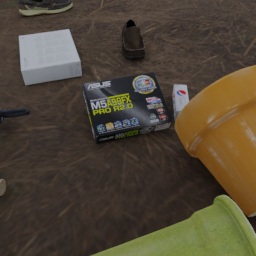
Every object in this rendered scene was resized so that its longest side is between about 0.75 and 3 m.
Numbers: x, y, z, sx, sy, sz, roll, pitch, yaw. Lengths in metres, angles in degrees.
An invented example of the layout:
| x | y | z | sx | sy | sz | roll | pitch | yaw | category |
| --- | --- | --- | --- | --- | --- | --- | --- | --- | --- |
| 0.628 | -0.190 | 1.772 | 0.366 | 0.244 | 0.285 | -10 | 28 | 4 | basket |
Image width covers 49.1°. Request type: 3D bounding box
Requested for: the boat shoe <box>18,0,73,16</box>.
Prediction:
| x | y | z | sx | sy | sz | roll | pitch | yaw | category |
| --- | --- | --- | --- | --- | --- | --- | --- | --- | --- |
| -4.045 | -6.159 | 13.794 | 2.647 | 0.858 | 0.969 | -19 | 47 | -19 | boat shoe |

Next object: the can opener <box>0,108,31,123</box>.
| x | y | z | sx | sy | sz | roll | pitch | yaw | category |
| --- | --- | --- | --- | --- | --- | --- | --- | --- | --- |
| -3.275 | -0.380 | 7.747 | 1.195 | 0.379 | 0.470 | -8 | 86 | 2 | can opener |

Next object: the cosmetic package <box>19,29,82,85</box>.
| x | y | z | sx | sy | sz | roll | pitch | yaw | category |
| --- | --- | --- | --- | --- | --- | --- | --- | --- | --- |
| -2.914 | -2.691 | 10.323 | 1.965 | 0.673 | 2.606 | -10 | 45 | -13 | cosmetic package |

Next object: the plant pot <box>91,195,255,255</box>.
| x | y | z | sx | sy | sz | roll | pitch | yaw | category |
| --- | --- | --- | --- | --- | --- | --- | --- | --- | --- |
| 0.544 | 2.513 | 3.863 | 2.427 | 2.640 | 2.640 | -14 | 44 | 2 | plant pot |

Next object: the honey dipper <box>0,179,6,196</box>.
| x | y | z | sx | sy | sz | roll | pitch | yaw | category |
| --- | --- | --- | --- | --- | --- | --- | --- | --- | --- |
| -3.843 | 1.339 | 6.383 | 2.027 | 0.385 | 0.385 | 0 | 44 | 3 | honey dipper |

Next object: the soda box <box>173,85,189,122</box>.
| x | y | z | sx | sy | sz | roll | pitch | yaw | category |
| --- | --- | --- | --- | --- | --- | --- | --- | --- | --- |
| 1.605 | -0.770 | 8.494 | 0.415 | 0.444 | 1.303 | 2 | 44 | 2 | soda box |

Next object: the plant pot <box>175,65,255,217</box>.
| x | y | z | sx | sy | sz | roll | pitch | yaw | category |
| --- | --- | --- | --- | --- | --- | --- | --- | --- | --- |
| 2.689 | 0.434 | 5.975 | 2.621 | 2.621 | 2.400 | -15 | 62 | -15 | plant pot |

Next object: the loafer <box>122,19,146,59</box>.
| x | y | z | sx | sy | sz | roll | pitch | yaw | category |
| --- | --- | --- | --- | --- | --- | --- | --- | --- | --- |
| 0.126 | -3.560 | 11.086 | 0.885 | 0.865 | 2.424 | -8 | 44 | -8 | loafer |

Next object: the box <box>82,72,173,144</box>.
| x | y | z | sx | sy | sz | roll | pitch | yaw | category |
| --- | --- | --- | --- | --- | --- | --- | --- | --- | --- |
| -0.049 | -0.615 | 7.933 | 2.199 | 0.487 | 1.761 | -11 | 64 | -12 | box |
